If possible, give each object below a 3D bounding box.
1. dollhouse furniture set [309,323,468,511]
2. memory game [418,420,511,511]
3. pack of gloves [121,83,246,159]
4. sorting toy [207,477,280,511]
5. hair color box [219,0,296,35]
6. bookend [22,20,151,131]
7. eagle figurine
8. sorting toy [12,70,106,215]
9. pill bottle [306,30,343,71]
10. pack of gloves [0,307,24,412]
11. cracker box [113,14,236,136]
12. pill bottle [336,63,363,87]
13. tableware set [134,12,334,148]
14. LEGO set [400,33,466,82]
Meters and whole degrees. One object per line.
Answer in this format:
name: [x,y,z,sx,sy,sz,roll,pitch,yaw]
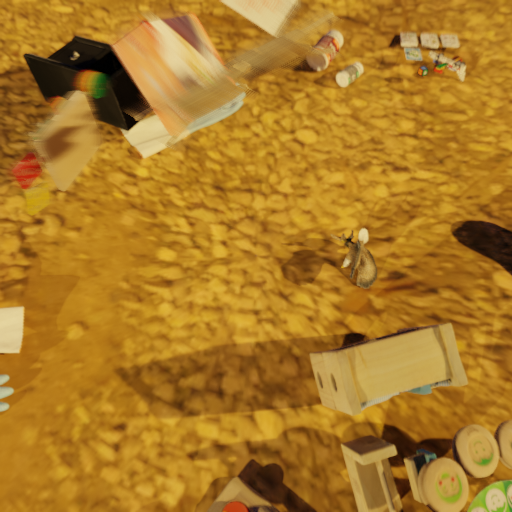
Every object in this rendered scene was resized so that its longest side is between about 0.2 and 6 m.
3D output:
dollhouse furniture set: [1.998,2.370,8.068,1.687,1.677,2.394,-13,82,-9]
memory game: [3.348,3.762,7.031,3.347,0.213,3.347,7,68,-18]
pack of gloves: [-1.861,-3.655,12.333,2.897,0.572,2.434,-31,63,-19]
sorting toy: [0.011,4.099,7.511,1.877,0.251,1.398,33,63,19]
hair color box: [-0.167,-4.273,8.582,1.721,0.955,0.550,17,32,-41]
bookend: [-2.993,-4.200,12.055,2.599,1.205,2.616,24,58,27]
eagle figurine: [1.784,0.036,9.952,0.722,0.718,0.952,-11,46,-19]
sorting toy: [-3.091,-1.783,8.844,0.408,1.162,2.411,21,63,14]
pill bottle: [1.624,-4.810,13.083,0.545,0.545,0.954,26,61,16]
pack of gloves: [-4.891,1.665,8.715,2.224,0.439,1.868,-1,69,-8]
cracker box: [-1.252,-3.180,9.588,0.691,1.604,2.394,-24,18,25]
pill bottle: [2.139,-4.139,12.768,0.346,0.346,0.612,40,66,22]
tableware set: [-0.147,-2.376,7.603,1.780,0.540,2.693,-2,32,48]
LEGO set: [4.134,-4.664,13.195,1.379,0.453,1.846,4,46,3]
